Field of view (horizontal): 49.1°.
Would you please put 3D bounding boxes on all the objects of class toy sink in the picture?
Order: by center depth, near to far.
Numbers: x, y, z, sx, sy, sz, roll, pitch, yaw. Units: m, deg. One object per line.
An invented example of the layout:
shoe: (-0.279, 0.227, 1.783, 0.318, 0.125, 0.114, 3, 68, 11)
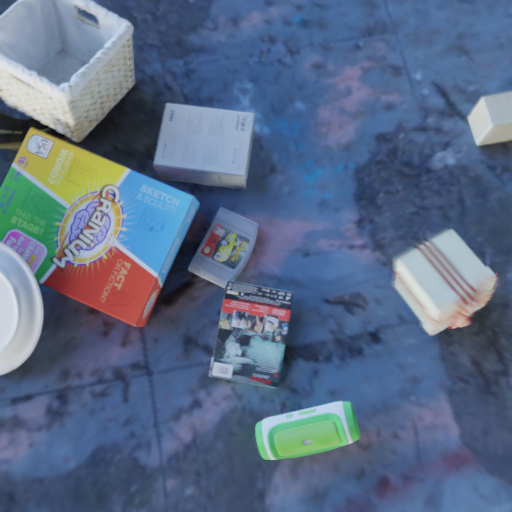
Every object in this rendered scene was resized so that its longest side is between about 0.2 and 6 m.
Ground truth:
toy sink: (4.806, -2.664, 10.631, 1.212, 0.790, 0.679, -10, 75, -2)

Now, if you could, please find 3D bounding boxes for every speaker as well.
speaker: (0.826, 2.832, 9.063, 1.590, 0.703, 0.703, -16, 75, 9)

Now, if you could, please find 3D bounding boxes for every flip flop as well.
flip flop: (-4.526, -2.311, 10.712, 1.893, 0.545, 0.768, -5, 69, -17)

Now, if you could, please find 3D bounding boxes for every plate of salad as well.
plate of salad: (-4.717, 0.855, 9.643, 2.452, 0.589, 2.452, 1, 97, 10)

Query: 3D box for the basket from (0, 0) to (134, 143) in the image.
basket: (-3.545, -3.489, 10.255, 1.994, 1.618, 2.012, 29, 65, 7)

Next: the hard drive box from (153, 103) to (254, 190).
hard drive box: (-0.947, -2.060, 10.531, 1.694, 0.651, 1.321, 8, 75, 2)

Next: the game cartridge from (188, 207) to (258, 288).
game cartridge: (-0.545, -0.139, 10.233, 0.896, 0.275, 1.346, 26, 77, 2)

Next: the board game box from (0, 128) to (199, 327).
board game box: (-2.981, -0.509, 9.921, 3.234, 0.652, 2.475, 23, 85, 6)

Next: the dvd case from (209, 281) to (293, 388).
dvd case: (-0.076, 1.358, 9.749, 1.230, 0.185, 1.685, 9, 79, -1)

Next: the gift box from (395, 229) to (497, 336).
gift box: (3.252, 0.449, 9.396, 1.385, 1.278, 1.293, -30, 60, -1)
